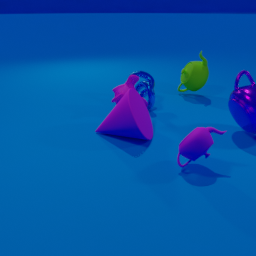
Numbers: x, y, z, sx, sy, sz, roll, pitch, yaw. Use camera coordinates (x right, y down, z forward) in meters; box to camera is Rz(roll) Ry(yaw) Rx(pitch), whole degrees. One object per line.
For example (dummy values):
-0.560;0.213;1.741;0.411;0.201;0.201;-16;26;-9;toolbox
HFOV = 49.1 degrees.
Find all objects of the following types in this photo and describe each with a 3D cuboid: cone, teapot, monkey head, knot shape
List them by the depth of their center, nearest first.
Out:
1.329;0.314;5.207;0.534;1.091;0.679;47;0;14;teapot
2.958;-0.435;6.393;0.927;1.893;1.177;-31;9;-1;teapot
-0.244;-0.119;6.610;1.263;1.259;1.259;-21;18;20;cone
0.057;-0.928;7.629;1.243;0.894;0.749;6;47;-40;monkey head
0.252;-1.035;8.402;1.207;0.596;1.290;-31;51;22;knot shape
2.156;-1.789;9.221;0.802;1.638;1.019;16;43;-18;teapot
